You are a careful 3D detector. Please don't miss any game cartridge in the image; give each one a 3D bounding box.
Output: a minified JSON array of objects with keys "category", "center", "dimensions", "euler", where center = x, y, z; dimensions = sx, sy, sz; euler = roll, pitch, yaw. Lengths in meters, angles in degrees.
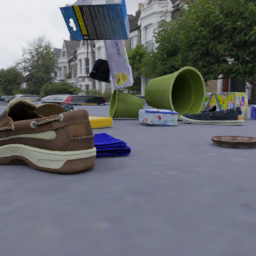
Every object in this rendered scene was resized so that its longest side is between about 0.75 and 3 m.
[{"category":"game cartridge","center":[-1.569,-0.143,7.458],"dimensions":[1.563,0.288,1.773],"euler":[5,6,45]}]

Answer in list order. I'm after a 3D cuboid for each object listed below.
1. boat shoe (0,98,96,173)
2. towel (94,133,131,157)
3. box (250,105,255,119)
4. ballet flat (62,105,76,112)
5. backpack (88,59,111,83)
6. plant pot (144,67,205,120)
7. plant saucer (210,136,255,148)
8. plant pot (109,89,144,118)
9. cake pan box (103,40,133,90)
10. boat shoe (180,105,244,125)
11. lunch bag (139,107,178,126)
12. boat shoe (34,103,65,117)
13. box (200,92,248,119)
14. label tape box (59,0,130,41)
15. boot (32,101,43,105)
[{"category":"boat shoe","center":[-1.216,0.022,3.261],"dimensions":[1.978,0.732,0.731],"euler":[2,6,25]},{"category":"towel","center":[-0.441,0.218,3.875],"dimensions":[0.692,0.232,0.937],"euler":[-1,5,-23]},{"category":"box","center":[6.256,-0.639,11.222],"dimensions":[2.984,0.619,1.777],"euler":[-8,10,-42]},{"category":"ballet flat","center":[-2.981,-0.886,14.524],"dimensions":[0.578,0.578,1.582],"euler":[0,-1,3]},{"category":"backpack","center":[-1.080,-2.466,11.944],"dimensions":[0.973,0.927,0.750],"euler":[17,16,1]},{"category":"plant pot","center":[1.613,-1.319,10.683],"dimensions":[1.925,1.925,1.828],"euler":[-4,10,-38]},{"category":"plant saucer","center":[1.715,0.218,4.487],"dimensions":[0.771,0.124,0.771],"euler":[0,6,0]},{"category":"plant pot","center":[-0.029,-0.853,11.058],"dimensions":[1.206,1.270,1.270],"euler":[11,3,-14]},{"category":"cake pan box","center":[-0.373,-2.787,10.521],"dimensions":[0.709,2.497,2.711],"euler":[-10,11,5]},{"category":"boat shoe","center":[2.575,-0.410,8.682],"dimensions":[1.917,0.597,0.715],"euler":[2,7,30]},{"category":"lunch bag","center":[0.917,-0.341,8.483],"dimensions":[1.076,0.507,1.343],"euler":[1,6,-9]},{"category":"boat shoe","center":[-3.251,-0.595,10.399],"dimensions":[1.776,0.633,0.573],"euler":[-5,7,-30]},{"category":"box","center":[3.673,-0.881,11.157],"dimensions":[1.681,1.064,1.745],"euler":[5,8,36]},{"category":"label tape box","center":[-0.865,-3.029,7.706],"dimensions":[1.674,0.530,1.207],"euler":[2,-29,9]},{"category":"boot","center":[-4.132,-0.954,13.601],"dimensions":[1.546,0.739,0.569],"euler":[-1,5,-6]}]
